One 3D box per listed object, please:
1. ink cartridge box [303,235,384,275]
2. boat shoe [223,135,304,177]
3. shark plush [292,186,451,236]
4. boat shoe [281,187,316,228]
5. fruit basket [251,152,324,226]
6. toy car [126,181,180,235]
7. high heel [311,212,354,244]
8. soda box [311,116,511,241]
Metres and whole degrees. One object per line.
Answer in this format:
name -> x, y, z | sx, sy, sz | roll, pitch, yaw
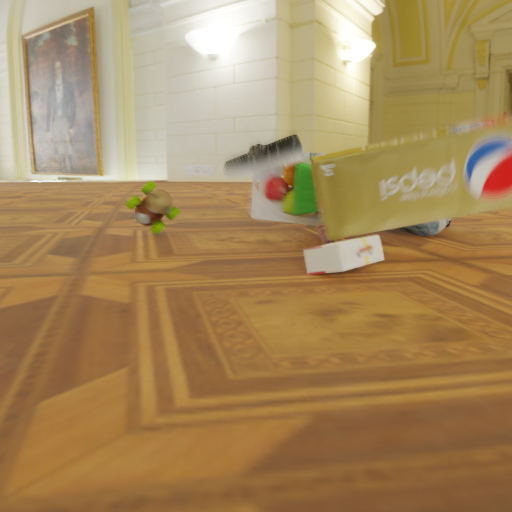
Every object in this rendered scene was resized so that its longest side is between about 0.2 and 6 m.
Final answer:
ink cartridge box -> 1.282, -0.014, 8.177 | 0.963, 0.402, 0.699 | -11, 0, -42
boat shoe -> 0.102, -1.875, 10.393 | 1.549, 0.438, 0.532 | -14, 32, 6
shark plush -> 2.634, -1.563, 13.514 | 4.461, 2.027, 1.858 | 24, 53, 32
boat shoe -> 1.429, -1.087, 13.772 | 2.052, 0.662, 0.731 | 18, 44, -11
fruit basket -> 0.638, -1.375, 11.185 | 1.543, 1.429, 0.723 | 10, 14, 31
toy car -> -2.149, -1.059, 11.984 | 0.907, 0.945, 1.150 | -46, 13, -12
high heel -> 1.661, -0.818, 11.288 | 1.012, 0.710, 2.110 | -23, 11, 8
soda box -> 2.990, -1.342, 9.053 | 4.071, 1.303, 1.379 | -11, 12, 6
